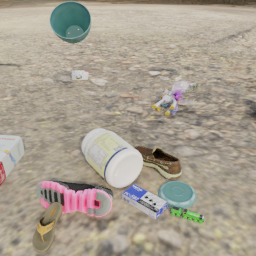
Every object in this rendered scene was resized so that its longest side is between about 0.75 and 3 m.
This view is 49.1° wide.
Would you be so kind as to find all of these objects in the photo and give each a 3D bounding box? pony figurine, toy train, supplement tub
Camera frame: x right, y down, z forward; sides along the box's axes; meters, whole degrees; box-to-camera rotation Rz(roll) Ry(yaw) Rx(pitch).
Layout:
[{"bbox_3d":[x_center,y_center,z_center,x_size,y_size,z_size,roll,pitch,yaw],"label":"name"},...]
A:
[{"bbox_3d":[2.070,-1.363,12.924,1.668,1.439,1.728,5,45,26],"label":"pony figurine"},{"bbox_3d":[1.595,2.316,7.507,0.929,0.262,0.194,11,33,19],"label":"toy train"},{"bbox_3d":[-0.548,0.883,8.870,1.320,1.320,1.821,-20,36,-30],"label":"supplement tub"}]

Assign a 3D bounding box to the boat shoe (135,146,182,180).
[{"bbox_3d":[0.960,0.922,9.282,0.757,0.759,2.051,-25,34,-37],"label":"boat shoe"}]

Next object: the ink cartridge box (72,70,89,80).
[{"bbox_3d":[-2.813,-3.113,16.521,0.918,0.393,0.677,-3,31,-1],"label":"ink cartridge box"}]

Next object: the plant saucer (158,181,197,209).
[{"bbox_3d":[1.464,1.920,8.287,1.141,0.156,1.141,1,31,0],"label":"plant saucer"}]

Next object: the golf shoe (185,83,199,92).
[{"bbox_3d":[3.237,-2.176,15.034,1.189,0.466,0.578,-9,14,-26],"label":"golf shoe"}]

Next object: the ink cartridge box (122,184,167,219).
[{"bbox_3d":[0.461,2.062,7.935,1.179,0.261,0.554,22,36,33],"label":"ink cartridge box"}]

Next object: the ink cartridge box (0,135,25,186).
[{"bbox_3d":[-4.430,1.015,9.214,1.313,0.746,1.802,4,31,7],"label":"ink cartridge box"}]

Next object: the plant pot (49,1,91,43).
[{"bbox_3d":[-2.011,-3.662,10.178,1.444,1.444,0.973,-1,-12,-2],"label":"plant pot"}]

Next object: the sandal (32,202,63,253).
[{"bbox_3d":[-2.030,2.418,7.011,0.524,0.352,1.305,8,52,12],"label":"sandal"}]

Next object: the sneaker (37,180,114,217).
[{"bbox_3d":[-1.438,1.880,7.915,2.256,0.891,1.076,8,10,12],"label":"sneaker"}]
